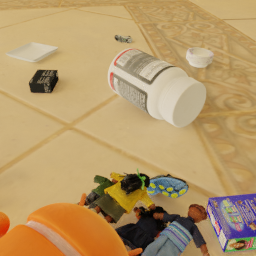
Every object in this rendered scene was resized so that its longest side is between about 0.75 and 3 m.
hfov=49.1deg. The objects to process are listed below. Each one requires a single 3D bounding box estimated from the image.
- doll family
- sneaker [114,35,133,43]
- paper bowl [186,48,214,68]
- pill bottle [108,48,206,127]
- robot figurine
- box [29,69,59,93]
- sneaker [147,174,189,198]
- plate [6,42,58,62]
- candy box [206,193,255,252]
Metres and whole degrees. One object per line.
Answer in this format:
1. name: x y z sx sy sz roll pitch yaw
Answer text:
1. doll family: 0.237 1.426 4.695 2.380 0.934 1.376 40 50 22
2. sneaker: -0.176 -4.062 12.699 0.830 0.311 0.479 17 34 6
3. paper bowl: 2.668 -2.607 10.473 0.984 0.511 0.984 3 34 -2
4. pill bottle: 0.740 -1.133 7.711 1.469 1.469 2.579 -25 44 -30
5. robot figurine: -1.103 2.096 3.153 2.152 1.745 2.992 4 32 42
6. box: -2.736 -1.542 9.167 0.696 0.389 0.986 4 37 0
7. sneaker: 0.731 1.024 5.238 0.481 0.411 1.160 -28 3 -27
8. plate: -3.839 -3.043 11.322 1.503 0.243 1.506 16 39 22
9. candy box: 2.027 1.619 4.875 1.044 0.402 0.883 -4 35 -4
